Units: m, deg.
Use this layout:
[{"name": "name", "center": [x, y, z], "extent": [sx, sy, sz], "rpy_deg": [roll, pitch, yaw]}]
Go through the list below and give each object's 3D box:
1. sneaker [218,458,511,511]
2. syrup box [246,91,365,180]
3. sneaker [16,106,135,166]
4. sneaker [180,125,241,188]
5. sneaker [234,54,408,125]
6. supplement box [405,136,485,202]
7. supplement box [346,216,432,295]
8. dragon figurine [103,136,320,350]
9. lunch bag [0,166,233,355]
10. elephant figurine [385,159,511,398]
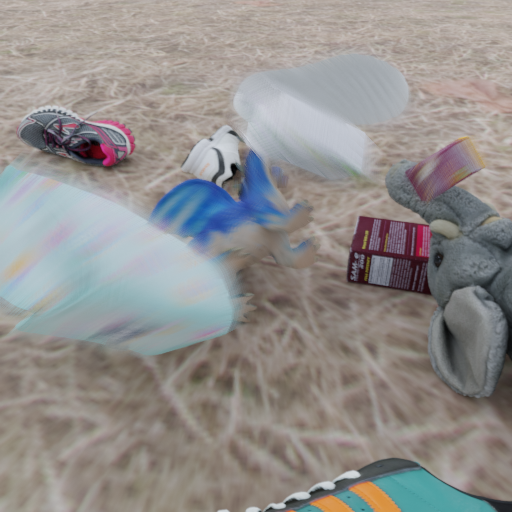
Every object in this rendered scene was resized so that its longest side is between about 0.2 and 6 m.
[{"name": "sneaker", "center": [0.609, 2.176, 3.954], "extent": [3.399, 1.213, 1.358], "rpy_deg": [7, 31, -2]}, {"name": "syrup box", "center": [0.586, -1.337, 6.407], "extent": [1.331, 0.542, 0.524], "rpy_deg": [15, -11, -34]}, {"name": "sneaker", "center": [-3.683, -2.351, 11.120], "extent": [2.426, 0.978, 0.906], "rpy_deg": [9, 36, 13]}, {"name": "sneaker", "center": [-0.674, -1.824, 10.661], "extent": [0.896, 0.825, 2.239], "rpy_deg": [36, 29, -4]}, {"name": "sneaker", "center": [1.194, -3.013, 10.481], "extent": [3.220, 1.230, 1.296], "rpy_deg": [-1, 8, -4]}, {"name": "supplement box", "center": [1.966, -0.908, 5.868], "extent": [0.682, 0.377, 0.292], "rpy_deg": [-31, 5, 7]}, {"name": "supplement box", "center": [2.268, 0.019, 7.774], "extent": [1.879, 0.572, 1.023], "rpy_deg": [9, 34, 13]}, {"name": "dragon figurine", "center": [-0.584, -0.229, 7.376], "extent": [4.068, 1.197, 2.023], "rpy_deg": [-39, 46, -21]}, {"name": "lunch bag", "center": [-1.467, 0.182, 5.447], "extent": [2.155, 1.314, 1.836], "rpy_deg": [26, 0, 40]}, {"name": "elephant figurine", "center": [2.784, 0.416, 5.970], "extent": [2.283, 2.503, 3.227], "rpy_deg": [25, -6, -26]}]
